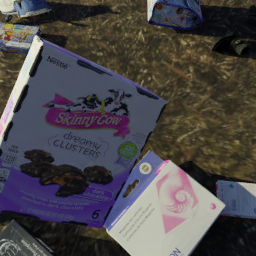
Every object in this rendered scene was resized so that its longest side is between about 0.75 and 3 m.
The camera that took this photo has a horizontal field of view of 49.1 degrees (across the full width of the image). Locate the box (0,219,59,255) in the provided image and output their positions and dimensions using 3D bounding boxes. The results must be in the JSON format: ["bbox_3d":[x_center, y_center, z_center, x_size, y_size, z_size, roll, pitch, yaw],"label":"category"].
[{"bbox_3d":[-2.370,3.275,6.138,1.776,0.925,1.617,33,67,17],"label":"box"}]

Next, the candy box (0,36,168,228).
[{"bbox_3d":[-0.975,0.210,4.813,2.272,2.709,0.969,20,13,-29],"label":"candy box"}]

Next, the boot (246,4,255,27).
[{"bbox_3d":[5.129,-4.232,10.631,1.194,0.449,0.893,22,63,12],"label":"boot"}]

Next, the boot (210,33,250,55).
[{"bbox_3d":[3.609,-2.832,9.840,1.211,0.456,0.906,-29,65,-16],"label":"boot"}]

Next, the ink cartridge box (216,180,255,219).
[{"bbox_3d":[3.070,1.879,7.288,1.464,0.307,0.874,4,62,6],"label":"ink cartridge box"}]

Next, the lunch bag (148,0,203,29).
[{"bbox_3d":[1.818,-4.662,10.479,1.984,1.229,1.687,9,61,-10],"label":"lunch bag"}]

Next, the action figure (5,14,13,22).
[{"bbox_3d":[-4.041,-4.810,10.919,1.772,0.958,1.832,19,90,17],"label":"action figure"}]

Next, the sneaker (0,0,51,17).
[{"bbox_3d":[-2.545,-3.415,6.587,0.927,1.326,2.296,-23,33,-27],"label":"sneaker"}]

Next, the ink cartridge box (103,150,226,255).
[{"bbox_3d":[0.719,2.046,6.938,2.421,0.524,2.377,38,75,18],"label":"ink cartridge box"}]

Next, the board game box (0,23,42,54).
[{"bbox_3d":[-4.146,-3.257,10.173,1.688,0.291,1.142,8,61,4],"label":"board game box"}]
